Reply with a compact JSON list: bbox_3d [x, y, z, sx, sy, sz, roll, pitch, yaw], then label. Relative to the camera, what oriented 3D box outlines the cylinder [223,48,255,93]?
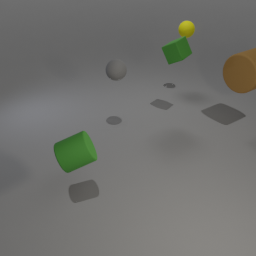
[{"bbox_3d":[4.409,-2.089,10.055,1.400,1.400,1.400,-22,36,-29],"label":"cylinder"}]

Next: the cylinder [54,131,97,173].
[{"bbox_3d":[-1.113,0.508,6.000,0.700,0.700,0.700,-24,32,2],"label":"cylinder"}]

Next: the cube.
[{"bbox_3d":[1.812,-2.869,10.365,0.700,0.700,0.700,-6,27,50],"label":"cube"}]

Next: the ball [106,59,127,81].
[{"bbox_3d":[-0.390,-1.915,9.253,0.700,0.700,0.700,0,30,0],"label":"ball"}]

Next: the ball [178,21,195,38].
[{"bbox_3d":[2.533,-4.260,12.108,0.700,0.700,0.700,0,30,0],"label":"ball"}]
